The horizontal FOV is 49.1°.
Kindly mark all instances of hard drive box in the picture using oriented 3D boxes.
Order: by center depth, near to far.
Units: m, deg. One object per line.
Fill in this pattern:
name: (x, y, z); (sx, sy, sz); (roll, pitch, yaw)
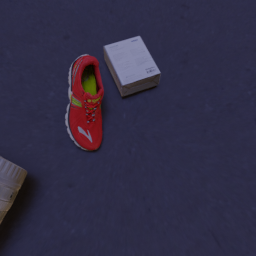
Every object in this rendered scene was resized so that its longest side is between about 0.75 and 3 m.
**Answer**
hard drive box: (0.090, -1.795, 8.031); (1.167, 0.575, 1.497); (-19, 65, -10)

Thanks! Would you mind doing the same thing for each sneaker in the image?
sneaker: (-1.034, -0.608, 7.039); (0.948, 1.045, 2.462); (-8, 95, -27)

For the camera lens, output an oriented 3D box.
camera lens: (-3.749, 1.635, 5.578); (2.303, 2.303, 2.879); (25, 74, 10)
